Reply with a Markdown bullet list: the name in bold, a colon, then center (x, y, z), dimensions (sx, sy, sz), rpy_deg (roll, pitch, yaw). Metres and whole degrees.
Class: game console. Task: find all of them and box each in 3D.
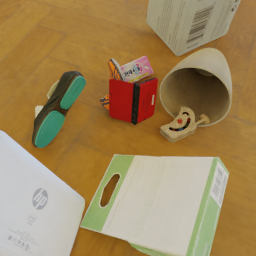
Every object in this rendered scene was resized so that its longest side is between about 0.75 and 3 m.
- **game console**: center (0.142, -0.824, 7.748), dimensions (1.119, 1.298, 0.770), rpy_deg (-26, 49, -30)

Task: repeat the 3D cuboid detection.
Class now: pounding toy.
- **pounding toy**: center (1.513, -0.207, 7.684), dimensions (1.308, 0.750, 0.748), rpy_deg (-25, 69, -6)

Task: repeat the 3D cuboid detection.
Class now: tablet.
- **tablet**: center (-1.870, 1.650, 5.364), dimensions (0.205, 2.995, 1.949), rpy_deg (-4, 51, 27)

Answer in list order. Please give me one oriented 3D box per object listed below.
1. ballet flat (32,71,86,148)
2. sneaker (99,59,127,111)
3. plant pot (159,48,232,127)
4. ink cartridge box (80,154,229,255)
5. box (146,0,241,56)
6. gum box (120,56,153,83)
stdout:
- **ballet flat**: center (-2.033, -0.574, 7.807), dimensions (0.808, 0.803, 2.361), rpy_deg (29, 82, 31)
- **sneaker**: center (-0.461, -1.109, 8.102), dimensions (0.935, 0.647, 1.669), rpy_deg (-21, 91, -1)
- **plant pot**: center (2.145, -1.432, 8.076), dimensions (1.921, 1.921, 2.051), rpy_deg (21, 48, 13)
- **ink cartridge box**: center (0.522, 1.645, 6.304), dimensions (2.948, 0.707, 2.145), rpy_deg (-4, 49, 42)
- **box**: center (2.186, -4.241, 9.318), dimensions (2.411, 2.399, 2.065), rpy_deg (-28, 66, -17)
- **gum box**: center (0.251, -1.824, 8.878), dimensions (1.045, 0.346, 0.593), rpy_deg (-28, 105, -16)
